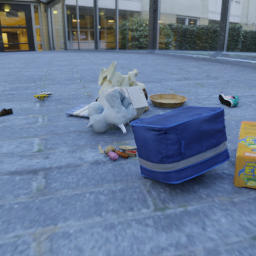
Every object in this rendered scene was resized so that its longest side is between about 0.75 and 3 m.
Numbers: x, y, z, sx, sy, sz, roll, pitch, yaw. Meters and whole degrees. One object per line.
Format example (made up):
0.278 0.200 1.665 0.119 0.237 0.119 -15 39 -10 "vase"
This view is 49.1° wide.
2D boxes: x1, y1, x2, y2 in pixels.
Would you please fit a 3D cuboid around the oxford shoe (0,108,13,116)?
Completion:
-5.943 -0.776 13.331 0.860 0.363 0.312 -18 29 -37 "oxford shoe"

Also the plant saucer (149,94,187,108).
2.153 -1.464 15.175 2.074 0.367 2.074 0 20 0 "plant saucer"

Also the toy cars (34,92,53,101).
-4.914 -1.828 16.270 0.684 0.338 1.526 7 17 4 "toy cars"

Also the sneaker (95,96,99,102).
-0.977 -1.379 14.413 1.782 0.711 1.160 4 23 20 "sneaker"

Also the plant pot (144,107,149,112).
0.478 -0.973 14.156 1.176 0.162 1.176 0 19 0 "plant pot"

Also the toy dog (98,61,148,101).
-0.105 -1.868 13.609 2.359 2.287 1.646 17 -22 -26 "toy dog"

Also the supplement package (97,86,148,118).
-0.274 -1.044 12.385 1.892 1.110 1.106 -10 -21 -25 "supplement package"

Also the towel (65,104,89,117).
-1.698 -0.766 13.463 2.119 0.252 1.556 7 22 20 "towel"

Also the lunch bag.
1.571 0.456 7.956 2.699 1.786 1.834 -16 13 -29 "lunch bag"

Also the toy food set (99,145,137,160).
-0.289 0.827 9.238 1.335 0.210 0.848 4 19 -12 "toy food set"

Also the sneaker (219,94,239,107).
5.523 -1.542 15.096 0.789 0.547 1.307 -10 30 -12 "sneaker"

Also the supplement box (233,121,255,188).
3.796 0.705 8.391 0.991 1.024 2.978 6 23 22 "supplement box"

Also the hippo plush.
-0.692 -0.462 11.182 1.666 2.072 1.650 -23 -13 25 "hippo plush"
